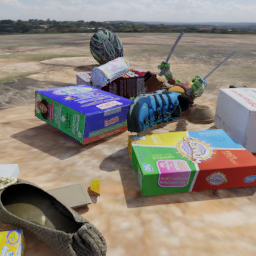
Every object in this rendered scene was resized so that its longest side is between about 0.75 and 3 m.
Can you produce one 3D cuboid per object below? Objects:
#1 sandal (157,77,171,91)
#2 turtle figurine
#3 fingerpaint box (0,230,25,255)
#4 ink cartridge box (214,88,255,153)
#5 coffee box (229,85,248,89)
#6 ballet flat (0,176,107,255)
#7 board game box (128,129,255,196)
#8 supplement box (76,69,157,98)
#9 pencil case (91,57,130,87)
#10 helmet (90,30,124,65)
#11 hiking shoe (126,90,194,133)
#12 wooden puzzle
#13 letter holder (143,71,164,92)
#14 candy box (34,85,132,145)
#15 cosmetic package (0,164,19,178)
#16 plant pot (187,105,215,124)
[{"bbox_3d":[1.301,-1.978,12.212,0.836,0.558,2.046,-7,24,-17],"label":"sandal"},{"bbox_3d":[1.387,-1.470,8.707,2.642,2.725,1.961,-34,69,-19],"label":"turtle figurine"},{"bbox_3d":[-1.767,1.754,3.555,0.724,0.318,0.867,-4,24,-8],"label":"fingerpaint box"},{"bbox_3d":[3.971,-0.306,7.405,2.751,1.160,2.010,-2,23,-4],"label":"ink cartridge box"},{"bbox_3d":[4.264,-1.237,10.546,0.669,0.473,1.184,1,23,3],"label":"coffee box"},{"bbox_3d":[-1.318,1.238,4.172,2.475,0.574,0.834,23,38,31],"label":"ballet flat"},{"bbox_3d":[1.292,0.643,6.019,2.367,0.477,1.811,-4,23,-9],"label":"board game box"},{"bbox_3d":[-0.466,-1.753,11.248,2.895,0.881,1.576,-9,24,-22],"label":"supplement box"},{"bbox_3d":[-0.602,-2.001,9.939,0.741,0.679,1.634,5,28,31],"label":"pencil case"},{"bbox_3d":[-1.310,-4.880,17.142,2.195,2.195,2.093,-5,19,-13],"label":"helmet"},{"bbox_3d":[0.796,-0.488,6.952,0.972,0.834,2.241,9,28,32],"label":"hiking shoe"},{"bbox_3d":[-1.082,1.252,5.019,1.295,0.151,0.873,-6,19,-14],"label":"wooden puzzle"},{"bbox_3d":[0.896,-1.700,10.669,0.782,0.556,0.393,34,14,-44],"label":"letter holder"},{"bbox_3d":[-1.234,-0.523,8.064,2.280,0.878,1.928,23,27,37],"label":"candy box"},{"bbox_3d":[-2.733,0.996,5.460,0.988,0.255,0.745,-2,24,-4],"label":"cosmetic package"},{"bbox_3d":[2.321,-0.473,8.812,0.872,0.402,0.872,-1,22,0],"label":"plant pot"}]
